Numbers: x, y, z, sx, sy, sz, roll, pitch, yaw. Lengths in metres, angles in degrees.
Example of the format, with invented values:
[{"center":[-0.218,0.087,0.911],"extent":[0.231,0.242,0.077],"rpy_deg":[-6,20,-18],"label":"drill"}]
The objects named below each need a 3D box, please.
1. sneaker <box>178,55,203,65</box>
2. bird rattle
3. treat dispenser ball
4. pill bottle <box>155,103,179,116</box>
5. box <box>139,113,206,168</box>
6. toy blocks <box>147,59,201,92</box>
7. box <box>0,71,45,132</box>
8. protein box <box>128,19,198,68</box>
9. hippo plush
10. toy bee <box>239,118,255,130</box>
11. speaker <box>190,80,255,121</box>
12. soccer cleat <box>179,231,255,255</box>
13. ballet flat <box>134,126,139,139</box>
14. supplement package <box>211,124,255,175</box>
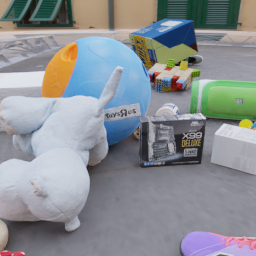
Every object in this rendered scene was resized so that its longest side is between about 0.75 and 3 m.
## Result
[{"center":[3.863,-4.337,17.848],"extent":[1.653,0.691,0.998],"rpy_deg":[3,18,26],"label":"sneaker"},{"center":[-2.439,1.606,4.030],"extent":[2.043,1.151,1.665],"rpy_deg":[3,7,-1],"label":"bird rattle"},{"center":[-0.813,-0.933,7.479],"extent":[2.863,2.863,2.863],"rpy_deg":[0,24,0],"label":"treat dispenser ball"},{"center":[1.283,-0.431,8.929],"extent":[0.656,0.656,1.182],"rpy_deg":[7,15,15],"label":"pill bottle"},{"center":[1.026,0.298,6.679],"extent":[1.529,1.206,0.380],"rpy_deg":[-2,24,-7],"label":"box"},{"center":[1.820,-2.223,12.754],"extent":[2.474,1.237,1.692],"rpy_deg":[15,40,24],"label":"toy blocks"},{"center":[-3.328,-0.967,9.305],"extent":[2.132,1.394,2.121],"rpy_deg":[-4,24,-9],"label":"box"},{"center":[2.153,-5.285,17.438],"extent":[2.952,2.006,2.973],"rpy_deg":[-27,31,-15],"label":"protein box"},{"center":[-1.187,0.735,5.347],"extent":[2.949,2.349,2.371],"rpy_deg":[-9,52,16],"label":"hippo plush"},{"center":[3.335,0.209,7.355],"extent":[1.879,1.021,1.230],"rpy_deg":[22,27,-33],"label":"toy bee"},{"center":[3.619,-0.914,9.325],"extent":[2.985,1.320,1.320],"rpy_deg":[5,24,12],"label":"speaker"},{"center":[1.933,1.767,3.668],"extent":[2.517,0.921,0.858],"rpy_deg":[13,27,26],"label":"soccer cleat"},{"center":[0.374,0.077,8.309],"extent":[0.443,0.415,1.224],"rpy_deg":[-21,30,-1],"label":"ballet flat"},{"center":[2.671,0.478,6.760],"extent":[1.049,0.796,0.791],"rpy_deg":[15,28,30],"label":"supplement package"}]
